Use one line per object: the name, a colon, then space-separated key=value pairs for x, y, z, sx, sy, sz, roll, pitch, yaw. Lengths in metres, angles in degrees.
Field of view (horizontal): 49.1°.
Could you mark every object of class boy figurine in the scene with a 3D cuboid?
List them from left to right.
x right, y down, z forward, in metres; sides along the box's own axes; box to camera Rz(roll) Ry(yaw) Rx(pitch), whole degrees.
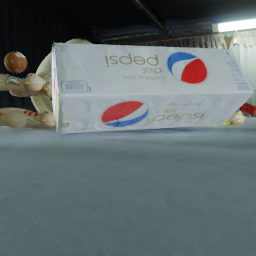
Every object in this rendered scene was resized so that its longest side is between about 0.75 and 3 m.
boy figurine: x=2.987 y=-0.320 z=8.985 sx=1.389 sy=0.447 sz=0.863 roll=-2 pitch=-12 yaw=12

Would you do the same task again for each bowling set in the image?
bowling set: x=-2.010 y=-0.744 z=5.684 sx=1.278 sy=1.657 sz=2.381 roll=3 pitch=3 yaw=7

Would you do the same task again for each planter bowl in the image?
planter bowl: x=-1.670 y=-1.040 z=7.806 sx=2.407 sy=2.407 sz=1.620 roll=3 pitch=31 yaw=44

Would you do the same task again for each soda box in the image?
soda box: x=0.330 y=-0.584 z=4.278 sx=2.860 sy=0.911 sz=0.974 roll=-3 pitch=-30 yaw=-17

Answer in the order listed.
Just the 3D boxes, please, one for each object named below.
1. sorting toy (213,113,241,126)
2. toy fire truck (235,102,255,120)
sorting toy: x=2.818 y=-0.536 z=8.303 sx=1.204 sy=1.338 sz=0.715 roll=5 pitch=-46 yaw=-43
toy fire truck: x=3.320 y=-0.770 z=10.268 sx=2.116 sy=1.413 sz=2.520 roll=26 pitch=-4 yaw=9
